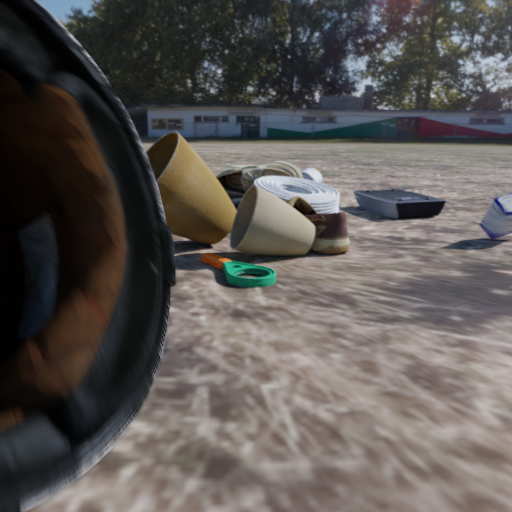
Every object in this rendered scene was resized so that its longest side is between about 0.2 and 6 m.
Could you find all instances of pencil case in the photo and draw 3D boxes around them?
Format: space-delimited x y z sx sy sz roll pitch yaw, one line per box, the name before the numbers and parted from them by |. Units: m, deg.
pencil case | 1.510 -2.232 16.645 0.744 0.682 1.640 -15 9 16

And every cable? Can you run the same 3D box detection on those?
cable | 0.797 -1.151 11.627 1.882 0.652 1.883 23 24 29

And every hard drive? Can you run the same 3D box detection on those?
hard drive | 3.305 -1.249 13.193 1.420 0.446 2.106 -4 14 -15

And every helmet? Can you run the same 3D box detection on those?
helmet | -2.243 0.098 2.695 2.924 3.067 3.067 -10 9 22

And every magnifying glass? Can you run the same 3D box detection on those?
magnifying glass | -0.324 0.187 8.040 0.649 0.183 1.630 -9 18 -33

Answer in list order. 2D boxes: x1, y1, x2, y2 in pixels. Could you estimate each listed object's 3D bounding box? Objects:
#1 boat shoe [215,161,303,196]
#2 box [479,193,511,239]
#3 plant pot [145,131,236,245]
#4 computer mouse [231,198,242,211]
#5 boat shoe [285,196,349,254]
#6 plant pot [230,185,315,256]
boat shoe | 0.000 -1.993 15.233 2.857 1.031 0.928 11 27 41
box | 4.481 -0.734 9.943 0.685 0.745 0.391 -17 56 -16
plant pot | -1.196 -0.958 9.490 1.693 1.578 1.578 37 -7 -31
computer mouse | -0.099 -0.988 12.126 1.190 0.453 1.719 -12 18 -37
boat shoe | 0.745 -0.650 9.910 0.847 0.845 2.347 -9 17 -32
plant pot | 0.314 -0.436 8.926 1.149 1.077 1.077 18 9 -17
